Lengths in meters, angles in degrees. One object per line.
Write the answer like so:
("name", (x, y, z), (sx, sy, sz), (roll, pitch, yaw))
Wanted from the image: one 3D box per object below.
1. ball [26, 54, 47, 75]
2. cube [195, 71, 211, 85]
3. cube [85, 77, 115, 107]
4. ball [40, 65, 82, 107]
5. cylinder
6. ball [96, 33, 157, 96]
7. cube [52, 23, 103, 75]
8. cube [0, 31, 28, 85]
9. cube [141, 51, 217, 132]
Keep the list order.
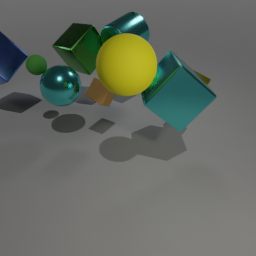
("ball", (-3.142, -2.166, 9.616), (0.700, 0.700, 0.700), (0, 31, 0))
("cube", (2.090, -1.451, 9.010), (0.700, 0.700, 0.700), (25, 15, -11))
("cube", (-0.890, -1.212, 9.529), (0.700, 0.700, 0.700), (30, 8, 15))
("ball", (-2.289, -1.436, 9.567), (1.400, 1.400, 1.400), (0, 31, 0))
("cylinder", (-0.108, -3.610, 10.983), (1.400, 1.400, 1.400), (25, 53, 35))
("ball", (-0.035, -1.437, 6.442), (1.400, 1.400, 1.400), (0, 31, 0))
("cube", (-1.889, -3.225, 11.397), (1.400, 1.400, 1.400), (23, 70, 41))
("cube", (-5.063, -2.686, 10.935), (1.400, 1.400, 1.400), (3, 58, 52))
("cube", (1.323, -1.043, 7.864), (1.400, 1.400, 1.400), (35, 22, -21))
